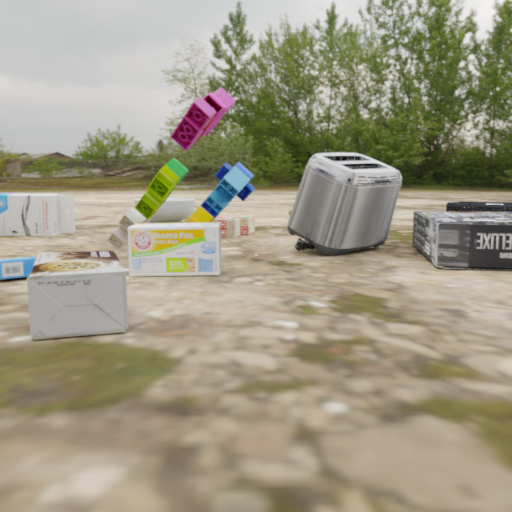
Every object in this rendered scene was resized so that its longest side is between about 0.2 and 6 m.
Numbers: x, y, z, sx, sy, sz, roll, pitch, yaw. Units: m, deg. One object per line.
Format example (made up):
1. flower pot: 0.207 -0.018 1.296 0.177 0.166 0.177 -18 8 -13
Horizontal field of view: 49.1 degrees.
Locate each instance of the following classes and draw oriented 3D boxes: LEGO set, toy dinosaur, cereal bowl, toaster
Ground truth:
1. LEGO set: -0.895 -1.082 8.817 3.478 1.327 1.427 -43 8 45
2. toy dinosaur: 1.661 -0.447 11.531 2.320 0.675 1.173 14 19 -8
3. cereal bowl: -2.625 -1.292 16.199 1.742 0.725 1.742 -1 8 0
4. toaster: 1.591 -0.984 10.214 2.388 1.543 1.357 -9 32 -42

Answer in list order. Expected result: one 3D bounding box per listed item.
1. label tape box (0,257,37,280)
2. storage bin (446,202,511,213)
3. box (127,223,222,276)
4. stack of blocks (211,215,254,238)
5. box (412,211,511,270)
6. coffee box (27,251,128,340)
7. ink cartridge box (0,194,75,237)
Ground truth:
1. label tape box: -3.381 0.164 7.822 0.594 0.274 0.829 -7 3 -38
2. storage bin: 4.911 -0.688 11.703 1.808 0.847 1.222 2 8 20
3. box: -1.161 -0.106 8.098 1.291 0.726 0.654 -2 8 -2
4. stack of blocks: -0.550 -0.714 13.310 0.812 0.413 1.411 1 8 10
5. box: 4.023 -0.329 9.561 2.307 0.728 2.925 1 8 8
6. coffee box: -1.761 0.332 5.556 0.835 0.589 1.477 -3 9 -17
7. ink cartridge box: -5.146 -0.956 13.043 1.681 0.974 0.561 0 8 1
